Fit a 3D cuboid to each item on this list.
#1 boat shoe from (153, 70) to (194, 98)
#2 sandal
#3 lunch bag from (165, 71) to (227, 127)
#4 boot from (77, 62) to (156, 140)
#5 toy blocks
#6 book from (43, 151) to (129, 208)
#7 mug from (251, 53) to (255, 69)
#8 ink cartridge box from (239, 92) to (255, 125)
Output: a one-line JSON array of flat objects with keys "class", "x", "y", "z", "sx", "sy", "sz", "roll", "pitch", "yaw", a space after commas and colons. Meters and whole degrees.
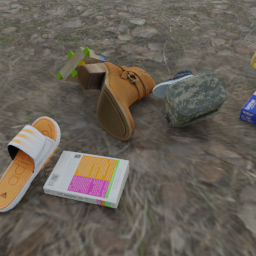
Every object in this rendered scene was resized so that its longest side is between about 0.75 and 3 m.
[{"class": "boat shoe", "x": 1.421, "y": -1.383, "z": 8.753, "sx": 1.361, "sy": 0.482, "sz": 0.618, "roll": -17, "pitch": 33, "yaw": 10}, {"class": "sandal", "x": -2.308, "y": 0.671, "z": 6.174, "sx": 0.904, "sy": 0.676, "sz": 2.361, "roll": 14, "pitch": 64, "yaw": 19}, {"class": "lunch bag", "x": 1.791, "y": -0.694, "z": 7.700, "sx": 1.519, "sy": 1.274, "sz": 1.059, "roll": -22, "pitch": 71, "yaw": -11}, {"class": "boot", "x": -0.002, "y": -0.949, "z": 8.549, "sx": 2.257, "sy": 1.115, "sz": 2.908, "roll": -9, "pitch": 47, "yaw": -37}, {"class": "toy blocks", "x": -1.496, "y": -2.076, "z": 9.481, "sx": 1.091, "sy": 1.596, "sz": 0.798, "roll": -2, "pitch": 58, "yaw": -54}, {"class": "book", "x": -0.909, "y": 1.128, "z": 6.363, "sx": 1.665, "sy": 0.400, "sz": 1.112, "roll": 9, "pitch": 45, "yaw": 12}, {"class": "mug", "x": 5.005, "y": -2.069, "z": 9.059, "sx": 1.292, "sy": 1.324, "sz": 1.613, "roll": -33, "pitch": 67, "yaw": -24}, {"class": "ink cartridge box", "x": 4.234, "y": -0.773, "z": 8.530, "sx": 0.878, "sy": 0.413, "sz": 1.869, "roll": 28, "pitch": 53, "yaw": 30}]
